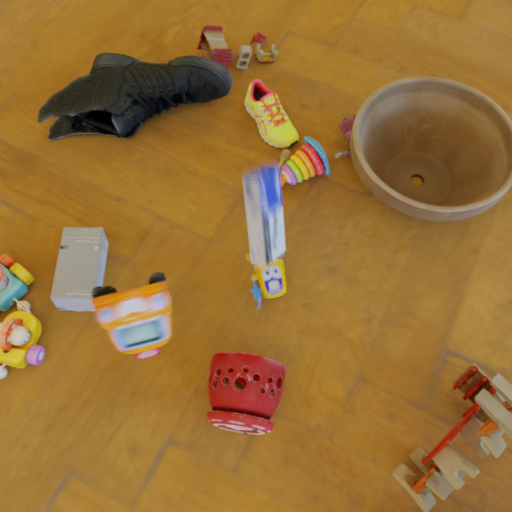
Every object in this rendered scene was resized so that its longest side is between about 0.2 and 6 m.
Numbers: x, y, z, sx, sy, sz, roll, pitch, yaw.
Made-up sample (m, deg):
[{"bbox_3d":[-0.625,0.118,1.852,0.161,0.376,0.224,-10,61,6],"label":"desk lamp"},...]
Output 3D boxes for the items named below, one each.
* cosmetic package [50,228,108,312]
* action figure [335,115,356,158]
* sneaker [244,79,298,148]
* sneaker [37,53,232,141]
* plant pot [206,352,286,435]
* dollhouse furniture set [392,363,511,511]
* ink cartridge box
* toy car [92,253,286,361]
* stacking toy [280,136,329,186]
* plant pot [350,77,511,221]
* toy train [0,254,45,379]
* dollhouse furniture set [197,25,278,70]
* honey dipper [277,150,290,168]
[{"bbox_3d":[-3.525,0.272,11.259,0.856,0.723,1.603,0,60,-4],"label":"cosmetic package"},{"bbox_3d":[2.353,-2.606,12.922,0.941,0.846,1.263,8,68,-47],"label":"action figure"},{"bbox_3d":[0.322,-3.321,13.025,0.758,0.876,1.939,-31,68,-17],"label":"sneaker"},{"bbox_3d":[-2.759,-3.539,13.000,4.148,1.246,2.163,8,64,9],"label":"sneaker"},{"bbox_3d":[-0.221,2.414,9.787,1.345,1.345,1.225,9,66,5],"label":"plant pot"},{"bbox_3d":[3.434,2.767,9.273,2.259,2.284,1.176,-16,55,-47],"label":"dollhouse furniture set"},{"bbox_3d":[0.156,-0.699,9.872,0.349,1.580,0.743,9,27,30],"label":"ink cartridge box"},{"bbox_3d":[-0.805,0.763,9.652,3.999,1.961,1.331,-13,89,-25],"label":"toy car"},{"bbox_3d":[0.865,-1.884,12.437,1.431,0.785,0.830,-34,59,-5],"label":"stacking toy"},{"bbox_3d":[3.631,-2.020,11.943,3.416,1.577,3.416,0,64,0],"label":"plant pot"},{"bbox_3d":[-5.369,1.335,10.588,2.425,0.898,3.229,-12,64,-6],"label":"toy train"},{"bbox_3d":[-0.483,-5.207,14.219,1.785,0.726,0.961,-7,61,-23],"label":"dollhouse furniture set"},{"bbox_3d":[0.532,-2.039,12.365,0.198,0.198,1.044,18,40,9],"label":"honey dipper"}]
